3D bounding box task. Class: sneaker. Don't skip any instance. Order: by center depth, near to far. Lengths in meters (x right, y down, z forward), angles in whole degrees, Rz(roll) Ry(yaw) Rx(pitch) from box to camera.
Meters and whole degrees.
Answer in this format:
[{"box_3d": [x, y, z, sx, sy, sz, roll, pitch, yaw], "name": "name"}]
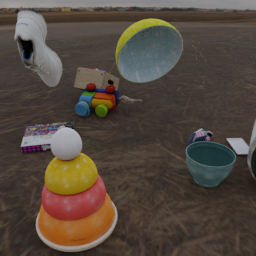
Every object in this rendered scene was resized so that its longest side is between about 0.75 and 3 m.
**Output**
[{"box_3d": [-3.099, -2.382, 9.455, 1.098, 2.947, 1.283, 1, 56, 11], "name": "sneaker"}, {"box_3d": [2.587, 0.367, 9.951, 0.536, 0.458, 1.307, 16, 32, 36], "name": "sneaker"}]

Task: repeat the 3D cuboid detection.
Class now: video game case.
[{"box_3d": [-2.857, 0.297, 10.232, 1.813, 0.325, 1.643, -6, 27, -11], "name": "video game case"}]

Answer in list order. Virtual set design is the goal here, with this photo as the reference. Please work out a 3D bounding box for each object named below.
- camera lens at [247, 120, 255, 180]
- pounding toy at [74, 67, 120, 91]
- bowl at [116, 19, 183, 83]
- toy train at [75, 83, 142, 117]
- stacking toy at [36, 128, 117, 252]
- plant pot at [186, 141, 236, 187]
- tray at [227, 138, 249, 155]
[{"box_3d": [4.631, 0.441, 7.774, 2.251, 2.251, 2.815, 12, 29, 23], "name": "camera lens"}, {"box_3d": [-1.510, -2.436, 14.105, 1.834, 1.416, 1.992, 14, 2, 25], "name": "pounding toy"}, {"box_3d": [0.643, -3.263, 11.091, 2.697, 2.697, 1.451, -9, 54, -18], "name": "bowl"}, {"box_3d": [-0.874, -1.051, 12.226, 2.673, 1.132, 1.547, 8, 38, 16], "name": "toy train"}, {"box_3d": [-1.159, 1.147, 6.056, 1.858, 2.543, 1.858, 1, 26, 0], "name": "stacking toy"}, {"box_3d": [2.290, 1.100, 7.992, 1.346, 0.902, 1.346, 1, 26, 0], "name": "plant pot"}, {"box_3d": [3.879, 0.658, 9.751, 0.582, 0.120, 1.084, 0, 26, -2], "name": "tray"}]
